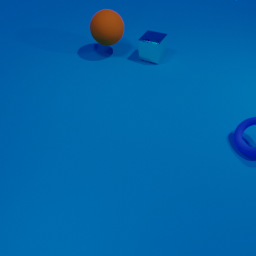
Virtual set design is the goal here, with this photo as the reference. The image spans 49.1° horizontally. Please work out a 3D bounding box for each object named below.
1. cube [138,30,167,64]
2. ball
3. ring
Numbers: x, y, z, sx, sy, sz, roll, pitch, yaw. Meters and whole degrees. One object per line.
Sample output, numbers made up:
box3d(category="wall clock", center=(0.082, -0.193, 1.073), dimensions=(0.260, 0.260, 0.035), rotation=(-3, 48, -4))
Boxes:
box3d(category="cube", center=(1.001, -3.277, 11.299), dimensions=(0.887, 0.887, 0.887), rotation=(19, 50, 21))
box3d(category="ball", center=(-0.831, -3.980, 11.137), dimensions=(1.359, 1.359, 1.359), rotation=(0, 48, 0))
box3d(category="ring", center=(3.713, 0.224, 8.179), dimensions=(1.224, 0.245, 1.224), rotation=(-20, 53, 29))
